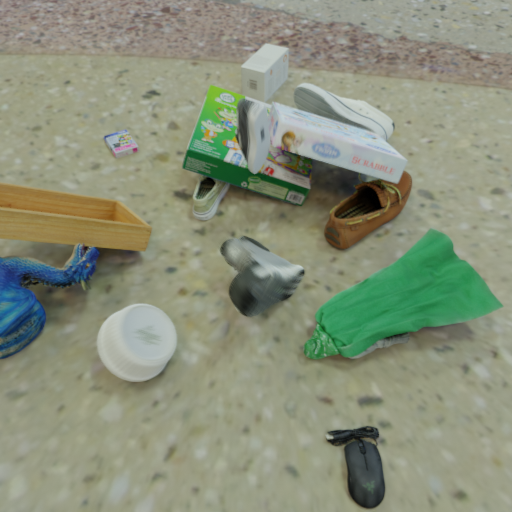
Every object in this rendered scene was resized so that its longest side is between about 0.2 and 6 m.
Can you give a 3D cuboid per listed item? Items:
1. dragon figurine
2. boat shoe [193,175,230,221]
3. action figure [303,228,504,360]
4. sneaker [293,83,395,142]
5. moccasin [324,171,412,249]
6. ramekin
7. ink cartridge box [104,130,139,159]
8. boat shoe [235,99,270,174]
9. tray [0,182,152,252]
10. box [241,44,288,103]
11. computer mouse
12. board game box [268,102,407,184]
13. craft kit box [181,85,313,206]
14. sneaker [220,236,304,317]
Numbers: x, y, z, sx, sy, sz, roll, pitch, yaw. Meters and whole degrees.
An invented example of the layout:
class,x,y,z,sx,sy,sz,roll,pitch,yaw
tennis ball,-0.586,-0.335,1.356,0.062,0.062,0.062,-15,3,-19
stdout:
class,x,y,z,sx,sy,sz,roll,pitch,yaw
dragon figurine,-4.276,0.957,9.310,1.922,1.138,3.867,33,66,4
boat shoe,-0.976,-1.566,12.379,0.665,0.573,1.847,6,46,6
action figure,2.269,0.931,9.751,3.320,0.908,1.961,-24,51,-12
sneaker,2.198,-3.555,14.103,2.756,1.006,0.976,37,53,18
moccasin,2.386,-1.167,11.693,2.583,0.997,0.945,-30,52,-27
ramekin,-1.858,1.341,9.026,1.254,0.584,1.254,22,49,-27
ink cartridge box,-3.360,-2.812,13.857,0.595,0.209,0.998,-22,48,-20
boat shoe,-0.123,-2.210,10.394,0.553,1.632,0.585,30,65,19
tray,-3.701,-0.723,10.293,3.179,0.589,1.568,7,19,-42
box,0.250,-5.063,15.497,0.739,0.943,1.516,21,49,19
computer mouse,1.525,3.011,8.137,0.839,0.319,1.212,-4,46,-5
board game box,1.577,-2.461,11.877,2.627,0.540,2.620,15,22,-7
craft kit box,-0.049,-2.590,12.831,2.780,0.674,2.745,16,43,-8
sneaker,-0.205,0.246,9.670,1.424,0.925,2.467,36,13,18
